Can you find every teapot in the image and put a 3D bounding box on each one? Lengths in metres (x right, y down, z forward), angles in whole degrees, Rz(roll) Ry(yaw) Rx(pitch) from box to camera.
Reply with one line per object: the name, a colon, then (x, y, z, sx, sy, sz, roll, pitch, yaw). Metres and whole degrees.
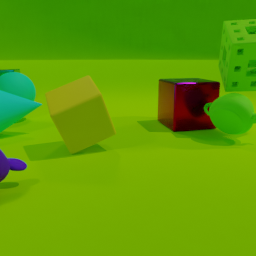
teapot: (2.366, -0.352, 6.136, 1.555, 0.967, 0.761, 14, 51, 42)

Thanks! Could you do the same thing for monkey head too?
monkey head: (-2.051, 0.431, 3.752, 1.235, 0.744, 0.889, 32, 13, -48)

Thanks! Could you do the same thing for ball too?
ball: (-3.183, -0.998, 7.871, 1.123, 1.123, 1.123, 0, 15, 0)

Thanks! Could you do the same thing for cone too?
cone: (-2.577, -0.470, 6.474, 1.152, 1.148, 1.148, -9, 16, -12)

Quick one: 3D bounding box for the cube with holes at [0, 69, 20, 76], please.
cube with holes: (-4.360, -1.304, 9.498, 1.290, 1.290, 1.290, -5, 14, -12)

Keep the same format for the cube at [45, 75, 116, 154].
cube: (-0.932, -0.279, 5.484, 0.967, 0.967, 0.967, -24, 37, -7)

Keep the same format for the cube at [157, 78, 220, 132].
cube: (1.549, -0.659, 7.394, 1.203, 1.203, 1.203, -4, 15, -13)

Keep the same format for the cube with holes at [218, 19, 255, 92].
cube with holes: (2.893, -1.710, 6.570, 1.221, 1.221, 1.221, -1, 42, 9)
